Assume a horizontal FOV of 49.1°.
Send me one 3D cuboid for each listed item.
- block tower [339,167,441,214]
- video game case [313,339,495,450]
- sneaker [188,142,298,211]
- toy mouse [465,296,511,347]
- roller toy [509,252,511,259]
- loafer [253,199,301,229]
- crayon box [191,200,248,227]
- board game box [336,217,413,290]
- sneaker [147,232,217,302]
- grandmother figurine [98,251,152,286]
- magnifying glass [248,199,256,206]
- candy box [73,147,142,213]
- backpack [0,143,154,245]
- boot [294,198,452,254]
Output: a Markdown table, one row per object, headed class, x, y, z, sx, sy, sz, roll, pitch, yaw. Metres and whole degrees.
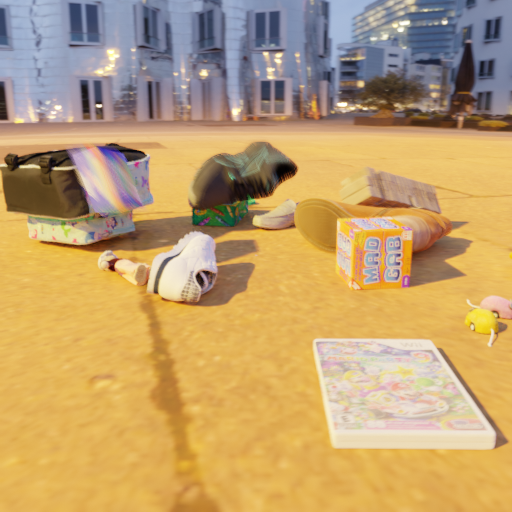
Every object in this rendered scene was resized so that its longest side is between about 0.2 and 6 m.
| class | x | y | z | sx | sy | sz | roll | pitch | yaw |
| --- | --- | --- | --- | --- | --- | --- | --- | --- | --- |
| block tower | 2.949 | -1.244 | 12.030 | 2.666 | 0.720 | 0.771 | 7 | -26 | -41 |
| video game case | 1.357 | 1.317 | 5.692 | 1.391 | 0.175 | 1.943 | 0 | 16 | 1 |
| sneaker | -0.263 | -1.792 | 12.721 | 1.199 | 1.141 | 3.025 | 31 | 47 | 28 |
| toy mouse | 3.377 | 0.779 | 7.407 | 1.239 | 0.270 | 1.395 | -1 | 16 | -3 |
| roller toy | 4.690 | 0.102 | 9.360 | 0.665 | 0.510 | 0.729 | -4 | 16 | -15 |
| loafer | 0.691 | -1.002 | 13.013 | 1.819 | 0.635 | 0.636 | -13 | 20 | -38 |
| crayon box | -0.856 | -1.161 | 13.786 | 1.051 | 0.515 | 1.769 | 3 | 16 | 9 |
| board game box | 1.888 | -0.060 | 9.099 | 0.955 | 0.956 | 0.955 | -2 | 16 | -7 |
| sneaker | -0.961 | 0.211 | 8.833 | 0.828 | 0.786 | 2.056 | 14 | 23 | 10 |
| grandmother figurine | -2.226 | 0.192 | 9.343 | 0.827 | 0.413 | 1.363 | 19 | -4 | -44 |
| magnifying glass | -0.497 | -1.592 | 16.064 | 0.525 | 0.148 | 1.318 | -11 | 21 | -34 |
| candy box | -2.503 | -1.270 | 9.577 | 0.464 | 1.020 | 1.206 | -20 | 2 | 10 |
| backpack | -3.483 | -1.365 | 11.641 | 2.401 | 2.037 | 2.705 | 6 | 24 | 30 |
| boot | 2.356 | -0.686 | 11.209 | 2.743 | 1.052 | 2.130 | 8 | 15 | 40 |
